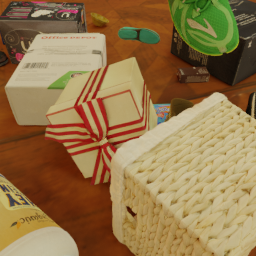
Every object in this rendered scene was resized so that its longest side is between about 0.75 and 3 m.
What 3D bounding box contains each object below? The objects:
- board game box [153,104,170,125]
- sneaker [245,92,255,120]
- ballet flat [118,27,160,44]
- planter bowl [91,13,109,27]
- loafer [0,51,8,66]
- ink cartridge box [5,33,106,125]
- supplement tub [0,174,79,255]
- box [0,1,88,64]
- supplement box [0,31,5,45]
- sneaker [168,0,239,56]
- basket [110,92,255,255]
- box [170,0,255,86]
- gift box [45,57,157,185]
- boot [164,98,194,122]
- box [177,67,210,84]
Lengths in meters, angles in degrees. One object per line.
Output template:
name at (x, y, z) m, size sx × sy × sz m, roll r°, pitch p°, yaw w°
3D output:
board game box at (1.067, -0.209, 7.131) m, size 0.811 × 0.240 × 1.066 m, roll -2°, pitch 42°, yaw -3°
sneaker at (1.968, -0.093, 4.656) m, size 0.356 × 1.019 × 0.458 m, roll 8°, pitch -7°, yaw -40°
ballet flat at (0.301, -2.404, 7.161) m, size 1.100 × 0.370 × 0.387 m, roll 11°, pitch 35°, yaw 9°
planter bowl at (-1.237, -4.471, 11.720) m, size 0.812 × 0.338 × 0.812 m, roll 21°, pitch 31°, yaw -13°
loafer at (-5.247, -2.438, 9.224) m, size 2.394 × 0.754 × 0.860 m, roll 0°, pitch 42°, yaw 0°
ink cartridge box at (-1.738, -1.463, 7.759) m, size 2.140 × 1.236 × 2.930 m, roll 1°, pitch 41°, yaw 1°
supplement tub at (-1.786, 1.799, 3.754) m, size 2.434 × 1.758 × 1.758 m, roll 28°, pitch 49°, yaw 28°
box at (-2.690, -3.103, 9.302) m, size 2.482 × 1.640 × 1.424 m, roll 3°, pitch 46°, yaw 2°
supplement box at (-3.851, -3.762, 10.563) m, size 1.718 × 0.935 × 0.941 m, roll 0°, pitch 42°, yaw 0°
sneaker at (0.816, -1.953, 3.673) m, size 0.809 × 2.184 × 0.912 m, roll -24°, pitch 8°, yaw 14°
basket at (1.102, 1.094, 4.220) m, size 2.249 × 2.228 × 1.808 m, roll -28°, pitch 51°, yaw -28°
box at (3.332, -3.046, 9.245) m, size 2.708 × 1.617 × 2.753 m, roll -27°, pitch 49°, yaw -27°
gift box at (-0.471, -0.072, 5.669) m, size 1.992 × 1.839 × 1.860 m, roll -20°, pitch 29°, yaw 17°
boot at (0.855, 0.458, 5.465) m, size 0.678 × 1.456 × 1.883 m, roll 15°, pitch 38°, yaw 4°
box at (2.007, -1.643, 8.669) m, size 0.897 × 0.336 × 0.449 m, roll -5°, pitch 42°, yaw -3°
